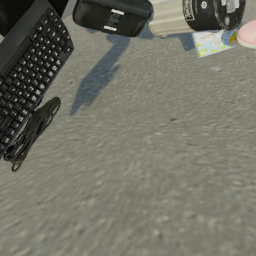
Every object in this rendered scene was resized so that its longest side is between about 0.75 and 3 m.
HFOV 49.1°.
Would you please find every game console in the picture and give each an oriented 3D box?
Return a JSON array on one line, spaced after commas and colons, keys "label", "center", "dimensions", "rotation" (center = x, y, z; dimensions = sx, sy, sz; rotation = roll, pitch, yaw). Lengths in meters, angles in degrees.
[{"label": "game console", "center": [-0.751, -1.940, 4.622], "dimensions": [2.677, 1.579, 0.323], "rotation": [-2, 58, -39]}]

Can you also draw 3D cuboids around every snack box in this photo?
[{"label": "snack box", "center": [2.088, -2.465, 6.948], "dimensions": [0.989, 1.172, 0.397], "rotation": [-17, 5, 9]}]

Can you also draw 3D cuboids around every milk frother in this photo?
[{"label": "milk frother", "center": [1.616, -2.788, 5.872], "dimensions": [1.862, 1.681, 1.752], "rotation": [-8, 16, -41]}]

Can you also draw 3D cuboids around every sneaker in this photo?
[{"label": "sneaker", "center": [2.754, -1.895, 4.749], "dimensions": [1.722, 0.900, 0.648], "rotation": [4, 63, 26]}]

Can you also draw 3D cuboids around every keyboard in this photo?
[{"label": "keyboard", "center": [-1.448, -0.359, 3.944], "dimensions": [0.546, 1.434, 2.755], "rotation": [19, 70, 25]}]

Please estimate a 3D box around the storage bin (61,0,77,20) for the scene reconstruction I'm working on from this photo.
[{"label": "storage bin", "center": [-1.928, -4.180, 7.692], "dimensions": [2.880, 1.934, 2.096], "rotation": [-36, 54, -11]}]
